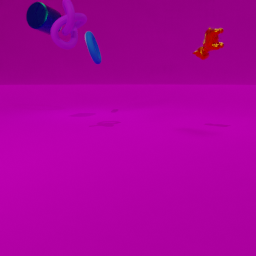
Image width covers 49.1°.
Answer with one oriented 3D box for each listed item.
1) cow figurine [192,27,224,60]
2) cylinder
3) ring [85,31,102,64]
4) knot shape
[{"bbox_3d":[2.274,-2.413,8.020,0.881,0.896,0.492,12,30,41],"label":"cow figurine"},{"bbox_3d":[-3.002,-3.928,10.107,0.926,0.926,0.926,4,5,22],"label":"cylinder"},{"bbox_3d":[-1.491,-3.463,12.129,0.287,1.436,1.436,-16,8,7],"label":"ring"},{"bbox_3d":[-1.625,-2.947,7.969,0.602,1.304,1.220,21,24,7],"label":"knot shape"}]
